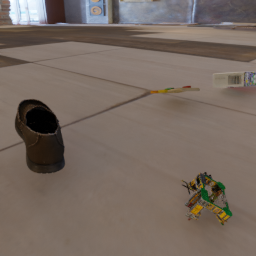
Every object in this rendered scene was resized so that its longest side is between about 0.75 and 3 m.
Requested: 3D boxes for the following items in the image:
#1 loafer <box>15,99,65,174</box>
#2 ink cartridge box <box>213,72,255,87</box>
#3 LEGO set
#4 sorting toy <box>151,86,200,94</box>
[{"bbox_3d":[-1.662,-0.091,5.446,0.851,0.831,2.331,-3,30,-29],"label":"loafer"},{"bbox_3d":[4.130,-1.772,10.287,1.143,0.528,2.097,6,11,44],"label":"ink cartridge box"},{"bbox_3d":[1.188,1.153,4.367,0.669,0.504,0.871,25,30,-15],"label":"LEGO set"},{"bbox_3d":[1.430,-1.202,8.756,1.378,0.184,1.026,-7,6,-40],"label":"sorting toy"}]
